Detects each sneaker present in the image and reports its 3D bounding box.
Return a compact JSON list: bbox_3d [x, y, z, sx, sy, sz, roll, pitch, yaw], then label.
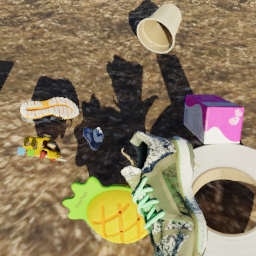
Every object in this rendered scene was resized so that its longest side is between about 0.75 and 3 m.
[{"bbox_3d":[-2.402,-0.497,8.628,1.785,0.689,0.699,-2,66,-28],"label":"sneaker"},{"bbox_3d":[0.404,1.162,4.729,1.301,1.129,2.936,23,38,-16],"label":"sneaker"},{"bbox_3d":[-0.929,0.139,7.787,0.338,0.615,0.840,2,43,-35],"label":"sneaker"}]

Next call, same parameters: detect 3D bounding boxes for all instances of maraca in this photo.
[{"bbox_3d":[-0.333,1.687,5.753,1.966,1.348,1.052,25,19,-13],"label":"maraca"}]

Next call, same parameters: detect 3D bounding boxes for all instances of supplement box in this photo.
[{"bbox_3d":[2.128,-0.287,7.279,0.922,0.902,1.783,0,17,-4],"label":"supplement box"}]

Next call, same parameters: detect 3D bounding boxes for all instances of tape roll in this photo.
[{"bbox_3d":[2.113,1.638,6.059,2.950,0.539,2.950,-8,51,9],"label":"tape roll"}]

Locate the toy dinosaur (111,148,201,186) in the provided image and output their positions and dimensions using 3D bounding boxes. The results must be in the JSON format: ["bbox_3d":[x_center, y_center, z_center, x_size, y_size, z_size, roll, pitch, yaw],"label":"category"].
[{"bbox_3d":[0.528,0.772,6.445,2.117,1.070,0.616,-22,-1,20],"label":"toy dinosaur"}]

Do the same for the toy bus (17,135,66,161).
[{"bbox_3d":[-2.136,0.483,7.145,1.154,1.089,0.596,10,80,-15],"label":"toy bus"}]

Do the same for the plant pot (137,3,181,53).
[{"bbox_3d":[1.425,-4.181,11.415,1.634,1.634,1.496,21,62,20],"label":"plant pot"}]
